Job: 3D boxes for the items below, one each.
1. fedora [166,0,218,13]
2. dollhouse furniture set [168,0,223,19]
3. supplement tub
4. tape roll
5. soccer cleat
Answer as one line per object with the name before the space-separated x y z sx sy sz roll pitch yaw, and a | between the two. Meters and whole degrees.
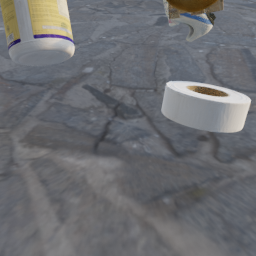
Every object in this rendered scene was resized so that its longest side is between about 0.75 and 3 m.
fedora | 0.892 -1.893 3.393 1.024 1.024 0.418 -4 31 -5
dollhouse furniture set | 1.636 -3.426 7.066 1.295 1.106 2.498 -5 20 13
supplement tub | -2.233 -2.746 6.837 1.559 2.145 1.559 -10 0 0
tape roll | 1.322 -0.416 4.882 1.454 0.509 1.454 7 21 -3
soccer cleat | 1.498 -3.961 8.704 1.236 2.862 1.000 -39 16 19
